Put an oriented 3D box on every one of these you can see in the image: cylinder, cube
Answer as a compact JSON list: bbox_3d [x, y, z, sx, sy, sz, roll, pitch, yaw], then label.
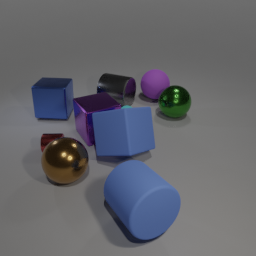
[{"bbox_3d":[0.311,1.693,6.813,1.400,1.400,1.400,-16,27,-25],"label":"cylinder"},{"bbox_3d":[-1.168,-0.385,10.692,1.400,1.400,1.400,-15,34,-24],"label":"cube"},{"bbox_3d":[-2.622,0.539,9.812,0.700,0.700,0.700,-1,31,-1],"label":"cylinder"},{"bbox_3d":[-3.199,-1.313,12.140,1.400,1.400,1.400,3,26,2],"label":"cube"},{"bbox_3d":[-0.125,0.104,9.047,1.400,1.400,1.400,-5,2,38],"label":"cube"},{"bbox_3d":[-0.521,-1.760,13.009,1.400,1.400,1.400,14,33,22],"label":"cylinder"}]

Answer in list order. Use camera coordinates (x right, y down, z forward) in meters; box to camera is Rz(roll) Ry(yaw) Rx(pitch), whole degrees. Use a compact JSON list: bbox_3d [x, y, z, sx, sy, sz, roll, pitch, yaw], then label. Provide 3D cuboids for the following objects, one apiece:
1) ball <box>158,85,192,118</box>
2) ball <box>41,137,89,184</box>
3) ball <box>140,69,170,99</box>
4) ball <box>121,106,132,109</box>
[{"bbox_3d":[1.988,-1.117,11.925,1.400,1.400,1.400,0,31,0],"label":"ball"},{"bbox_3d":[-1.888,0.971,8.445,1.400,1.400,1.400,0,31,0],"label":"ball"},{"bbox_3d":[1.297,-2.094,13.388,1.400,1.400,1.400,0,31,0],"label":"ball"},{"bbox_3d":[-0.044,-0.592,11.743,0.700,0.700,0.700,0,31,0],"label":"ball"}]
